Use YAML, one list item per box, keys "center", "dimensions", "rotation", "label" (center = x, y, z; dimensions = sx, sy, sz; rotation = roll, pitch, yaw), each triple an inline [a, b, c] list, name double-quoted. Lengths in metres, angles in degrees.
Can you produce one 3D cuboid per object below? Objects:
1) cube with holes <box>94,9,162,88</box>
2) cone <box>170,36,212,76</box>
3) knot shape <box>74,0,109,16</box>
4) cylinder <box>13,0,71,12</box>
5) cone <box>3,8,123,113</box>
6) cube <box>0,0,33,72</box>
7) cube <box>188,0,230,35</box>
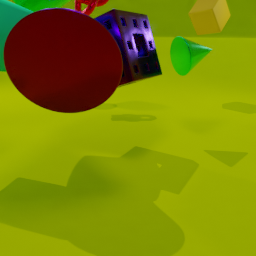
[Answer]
- center: [-0.270, -1.472, 5.661]
  dimensions: [1.264, 1.264, 1.264]
  rotation: [-11, 9, 33]
  label: "cube with holes"
- center: [1.502, -1.644, 6.142]
  dimensions: [0.845, 0.841, 0.841]
  rotation: [-16, 24, -17]
  label: "cone"
- center: [-1.172, -4.208, 8.731]
  dimensions: [1.353, 1.446, 0.668]
  rotation: [-23, -6, -1]
  label: "knot shape"
- center: [-1.600, -3.033, 5.365]
  dimensions: [1.394, 1.394, 1.394]
  rotation: [-29, 17, 11]
  label: "cylinder"
- center: [-0.942, -1.377, 4.527]
  dimensions: [1.629, 1.629, 1.635]
  rotation: [-1, 42, -4]
  label: "cone"
- center: [-2.390, -1.616, 4.484]
  dimensions: [1.087, 1.087, 1.087]
  rotation: [27, 16, 14]
  label: "cube"
- center: [2.874, -3.989, 9.853]
  dimensions: [0.943, 0.943, 0.943]
  rotation: [10, 59, 44]
  label: "cube"
